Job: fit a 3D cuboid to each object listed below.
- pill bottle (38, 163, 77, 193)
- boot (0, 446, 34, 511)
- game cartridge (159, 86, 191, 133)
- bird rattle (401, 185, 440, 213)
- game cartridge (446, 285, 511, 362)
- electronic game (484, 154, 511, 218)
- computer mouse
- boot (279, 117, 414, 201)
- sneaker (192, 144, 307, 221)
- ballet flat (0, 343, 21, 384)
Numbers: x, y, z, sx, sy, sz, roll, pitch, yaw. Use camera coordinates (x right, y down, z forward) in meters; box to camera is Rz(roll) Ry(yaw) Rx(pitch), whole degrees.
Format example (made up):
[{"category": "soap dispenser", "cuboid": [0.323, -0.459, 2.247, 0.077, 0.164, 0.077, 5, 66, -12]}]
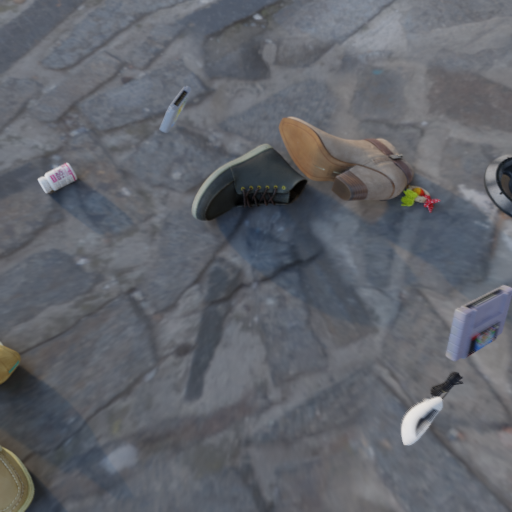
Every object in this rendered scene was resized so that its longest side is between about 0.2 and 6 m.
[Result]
[{"category": "pill bottle", "cuboid": [-4.190, -1.628, 11.811, 0.701, 0.397, 0.397, -33, 63, -19]}, {"category": "boot", "cuboid": [-4.488, 2.722, 8.063, 2.602, 2.012, 0.938, 33, 63, 19]}, {"category": "game cartridge", "cuboid": [-1.242, -2.232, 8.610, 0.156, 0.513, 0.769, 31, 45, -10]}, {"category": "bird rattle", "cuboid": [3.395, -1.255, 11.600, 0.771, 0.434, 0.629, 5, 41, 0]}, {"category": "game cartridge", "cuboid": [3.224, 0.968, 8.039, 1.265, 0.820, 0.243, -17, 27, -35]}, {"category": "electronic game", "cuboid": [5.617, -1.417, 11.689, 1.738, 0.362, 1.738, 2, 61, -4]}, {"category": "computer mouse", "cuboid": [2.170, 1.936, 7.138, 0.244, 0.610, 1.113, 44, 62, 10]}, {"category": "boot", "cuboid": [1.962, -2.121, 11.734, 1.937, 0.931, 2.649, -24, 67, -33]}, {"category": "sneaker", "cuboid": [-0.100, -1.291, 11.301, 1.267, 0.892, 2.386, 40, 64, 21]}, {"category": "ballet flat", "cuboid": [-5.126, 1.527, 9.722, 2.325, 0.798, 0.733, 26, 33, 13]}]
